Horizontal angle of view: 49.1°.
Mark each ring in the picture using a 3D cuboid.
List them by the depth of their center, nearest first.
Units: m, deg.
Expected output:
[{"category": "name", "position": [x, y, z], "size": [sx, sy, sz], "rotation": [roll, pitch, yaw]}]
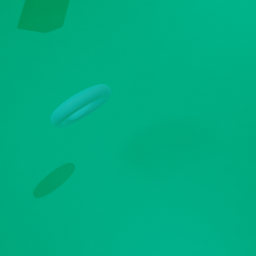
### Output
[{"category": "ring", "position": [-0.787, -0.368, 4.764], "size": [1.150, 1.150, 0.230], "rotation": [-32, 88, -7]}]
